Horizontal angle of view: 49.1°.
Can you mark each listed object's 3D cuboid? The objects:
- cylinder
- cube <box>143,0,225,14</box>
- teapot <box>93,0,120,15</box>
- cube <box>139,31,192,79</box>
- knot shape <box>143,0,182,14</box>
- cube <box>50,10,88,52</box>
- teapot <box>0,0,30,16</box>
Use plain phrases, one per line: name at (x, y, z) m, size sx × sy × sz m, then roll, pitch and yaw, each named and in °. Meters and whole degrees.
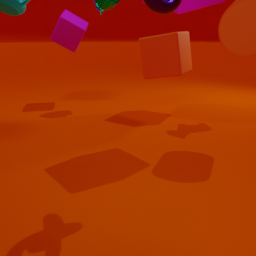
cylinder at (2.421, -2.075, 5.551) m, size 1.055 × 1.055 × 1.055 m, roll 9°, pitch 33°, yaw 24°
cube at (1.071, -3.027, 5.360) m, size 1.209 × 1.209 × 1.209 m, roll -23°, pitch 40°, yaw -22°
teapot at (-0.653, -4.313, 9.012) m, size 0.807 × 1.648 × 1.025 m, roll 18°, pitch -12°, yaw 44°
cube at (1.220, -2.313, 8.890) m, size 1.254 × 1.254 × 1.254 m, roll 0°, pitch 18°, yaw 29°
knot shape at (0.477, -2.080, 3.465) m, size 0.510 × 1.104 × 1.033 m, roll 7°, pitch 46°, yaw 8°
cube at (-2.103, -3.507, 10.140) m, size 0.951 × 0.951 × 0.951 m, roll 26°, pitch 32°, yaw -18°
teapot at (-3.215, -3.498, 7.504) m, size 1.449 × 0.710 × 0.901 m, roll 10°, pitch -7°, yaw 18°
